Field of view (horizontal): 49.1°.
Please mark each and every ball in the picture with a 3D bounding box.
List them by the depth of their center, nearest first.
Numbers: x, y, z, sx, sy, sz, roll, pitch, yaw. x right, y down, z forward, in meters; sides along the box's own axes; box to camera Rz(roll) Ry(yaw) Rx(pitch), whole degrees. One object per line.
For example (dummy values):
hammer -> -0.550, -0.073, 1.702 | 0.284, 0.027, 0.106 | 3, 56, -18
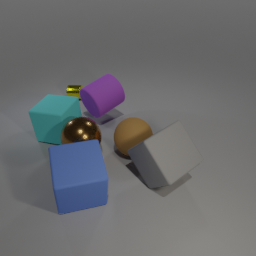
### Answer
ball -> -1.605, 0.307, 9.628 | 1.400, 1.400, 1.400 | 0, 31, 0
ball -> 0.189, 0.317, 9.975 | 1.400, 1.400, 1.400 | 0, 31, 0

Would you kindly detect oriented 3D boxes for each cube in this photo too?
cube -> -1.397, 1.367, 7.921 | 1.400, 1.400, 1.400 | -9, 49, -14
cube -> 1.087, 0.829, 8.429 | 1.400, 1.400, 1.400 | -29, -4, -26
cube -> -2.734, -0.339, 10.911 | 1.400, 1.400, 1.400 | 7, 36, 17

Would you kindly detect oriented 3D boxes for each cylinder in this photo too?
cylinder -> -1.083, -1.365, 11.873 | 1.400, 1.400, 1.400 | -36, 44, -24
cylinder -> -2.669, -1.830, 14.227 | 0.700, 0.700, 0.700 | 3, 31, 12
